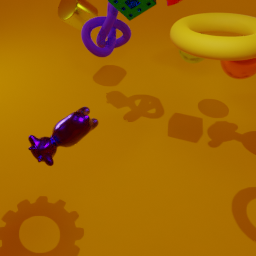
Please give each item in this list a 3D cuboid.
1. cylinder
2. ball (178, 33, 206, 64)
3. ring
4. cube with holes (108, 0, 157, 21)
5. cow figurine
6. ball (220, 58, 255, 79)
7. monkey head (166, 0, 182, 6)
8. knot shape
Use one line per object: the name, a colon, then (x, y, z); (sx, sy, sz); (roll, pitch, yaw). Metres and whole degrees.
cylinder: (-1.708, -3.958, 9.611); (0.999, 0.999, 0.999); (13, 26, -52)
ball: (1.994, -2.425, 8.430); (0.949, 0.949, 0.949); (0, 47, 0)
ring: (1.492, -1.499, 4.479); (1.626, 0.325, 1.626); (-1, 36, 1)
cube with holes: (0.096, -3.347, 6.798); (0.833, 0.833, 0.833); (-19, 61, 35)
cow figurine: (-0.888, 0.102, 3.832); (0.487, 0.887, 0.873); (54, 21, -4)
ball: (2.851, -1.737, 7.028); (1.022, 1.022, 1.022); (0, 47, 0)
monkey head: (1.221, -3.362, 6.428); (1.064, 0.891, 1.479); (22, 76, 33)
knot shape: (-0.537, -2.824, 8.315); (0.780, 1.579, 1.688); (31, 93, 23)
